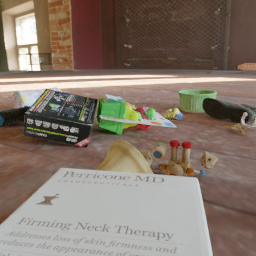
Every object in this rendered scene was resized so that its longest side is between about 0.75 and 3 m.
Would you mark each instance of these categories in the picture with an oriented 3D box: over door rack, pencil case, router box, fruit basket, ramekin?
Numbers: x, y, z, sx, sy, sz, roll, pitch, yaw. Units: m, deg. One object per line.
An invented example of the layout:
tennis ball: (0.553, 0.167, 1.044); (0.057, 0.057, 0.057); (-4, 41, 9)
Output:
over door rack: (5.945, -0.203, 10.159); (2.216, 0.999, 2.999); (-4, 16, -11)
pencil case: (-4.700, -1.519, 14.780); (1.194, 1.094, 2.631); (15, 21, 36)
router box: (-2.218, -0.440, 9.820); (2.054, 0.852, 2.741); (12, 22, -6)
fruit basket: (0.194, -0.581, 10.988); (2.803, 1.314, 2.596); (0, 15, -10)
ramekin: (3.602, -1.429, 14.643); (1.932, 0.944, 1.932); (-1, 15, 0)

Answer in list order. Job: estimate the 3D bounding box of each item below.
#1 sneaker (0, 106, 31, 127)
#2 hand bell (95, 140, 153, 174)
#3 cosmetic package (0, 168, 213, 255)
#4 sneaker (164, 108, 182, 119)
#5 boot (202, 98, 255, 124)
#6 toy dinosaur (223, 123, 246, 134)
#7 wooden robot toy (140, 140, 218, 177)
sneaker: (-4.421, -0.559, 11.765); (2.232, 0.817, 0.914); (-1, 15, -3)
hand bell: (-1.030, 1.370, 4.497); (2.819, 1.468, 1.468); (-23, 25, -29)
cosmetic package: (-0.196, 1.526, 2.456); (1.678, 1.667, 2.005); (2, 14, 9)
sneaker: (2.083, -0.565, 12.780); (0.599, 0.432, 1.141); (38, -12, -11)
boot: (4.845, -0.833, 12.963); (1.626, 0.843, 2.489); (-12, 28, -41)
toy dinosaur: (4.154, -0.030, 10.812); (0.531, 0.306, 1.051); (-10, 18, -28)
wooden robot toy: (1.061, 0.859, 6.705); (2.019, 0.889, 0.916); (6, 27, 22)
